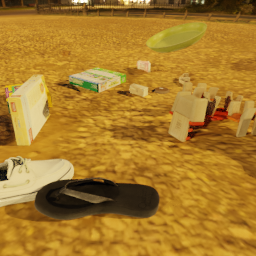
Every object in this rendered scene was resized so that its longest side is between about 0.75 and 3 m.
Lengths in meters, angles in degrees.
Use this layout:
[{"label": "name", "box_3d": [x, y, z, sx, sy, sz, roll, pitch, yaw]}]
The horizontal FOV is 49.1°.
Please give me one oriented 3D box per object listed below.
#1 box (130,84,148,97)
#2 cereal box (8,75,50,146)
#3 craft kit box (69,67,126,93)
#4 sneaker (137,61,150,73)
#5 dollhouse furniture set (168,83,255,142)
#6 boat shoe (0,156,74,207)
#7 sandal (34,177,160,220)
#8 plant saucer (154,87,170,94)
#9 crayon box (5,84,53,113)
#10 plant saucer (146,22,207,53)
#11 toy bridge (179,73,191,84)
[{"label": "box", "box_3d": [0.506, -1.777, 13.128, 0.850, 0.404, 0.330, 20, 35, 35]}, {"label": "cereal box", "box_3d": [-3.348, -0.698, 9.727, 0.467, 1.700, 2.363, 1, 27, 3]}, {"label": "craft kit box", "box_3d": [-1.570, -2.542, 14.497, 2.133, 0.518, 2.107, 21, 37, 33]}, {"label": "sneaker", "box_3d": [0.902, -3.581, 16.329, 0.788, 0.568, 1.508, 1, 23, -2]}, {"label": "dollhouse furniture set", "box_3d": [2.891, -0.496, 10.110, 2.909, 1.515, 2.941, -6, 27, -35]}, {"label": "boat shoe", "box_3d": [-2.748, 1.226, 6.862, 2.973, 0.993, 1.093, -19, 33, -31]}, {"label": "sandal", "box_3d": [-0.710, 1.515, 6.576, 2.889, 0.619, 1.098, 0, 34, -3]}, {"label": "plant saucer", "box_3d": [1.631, -1.827, 13.526, 0.764, 0.113, 0.764, -1, 28, 0]}, {"label": "crayon box", "box_3d": [-4.344, -1.381, 12.177, 1.737, 0.587, 2.013, -10, 30, -21]}, {"label": "plant saucer", "box_3d": [1.667, -3.067, 9.609, 2.098, 0.326, 2.098, -16, 30, 9]}, {"label": "toy bridge", "box_3d": [2.968, -2.526, 14.701, 0.573, 0.232, 1.705, 0, 28, 7]}]
